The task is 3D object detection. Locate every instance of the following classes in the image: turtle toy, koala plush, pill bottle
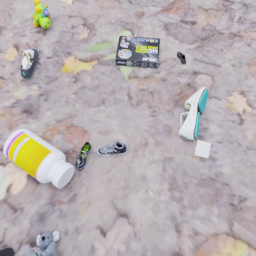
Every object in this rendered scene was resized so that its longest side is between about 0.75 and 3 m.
[{"bbox_3d":[-4.408,-5.716,14.349,0.797,1.149,1.577,0,56,-25],"label":"turtle toy"},{"bbox_3d":[-2.530,3.674,8.646,0.868,0.900,0.979,-17,38,-2],"label":"koala plush"},{"bbox_3d":[-3.092,1.105,9.868,2.416,1.259,1.259,30,63,17],"label":"pill bottle"}]

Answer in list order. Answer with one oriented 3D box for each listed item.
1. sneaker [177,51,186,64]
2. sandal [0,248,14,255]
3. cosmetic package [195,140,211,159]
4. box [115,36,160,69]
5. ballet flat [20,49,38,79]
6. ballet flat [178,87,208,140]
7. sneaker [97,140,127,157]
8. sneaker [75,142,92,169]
[{"bbox_3d":[2.557,-3.383,13.224,0.297,0.355,0.782,-19,59,-9],"label":"sneaker"},{"bbox_3d":[-4.192,4.028,8.610,1.280,0.288,0.481,-20,60,-12],"label":"sandal"},{"bbox_3d":[2.201,0.654,8.286,0.400,0.917,0.474,12,86,15],"label":"cosmetic package"},{"bbox_3d":[0.486,-3.630,13.317,2.013,0.446,1.613,6,58,4],"label":"box"},{"bbox_3d":[-4.571,-3.148,12.900,0.690,0.690,1.888,1,58,0],"label":"ballet flat"},{"bbox_3d":[2.603,-0.675,11.320,0.898,0.898,2.588,17,60,10],"label":"ballet flat"},{"bbox_3d":[-0.595,0.732,10.467,1.132,0.644,0.427,-4,58,-3],"label":"sneaker"},{"bbox_3d":[-1.682,0.992,10.412,0.396,0.462,1.116,14,59,10],"label":"sneaker"}]
